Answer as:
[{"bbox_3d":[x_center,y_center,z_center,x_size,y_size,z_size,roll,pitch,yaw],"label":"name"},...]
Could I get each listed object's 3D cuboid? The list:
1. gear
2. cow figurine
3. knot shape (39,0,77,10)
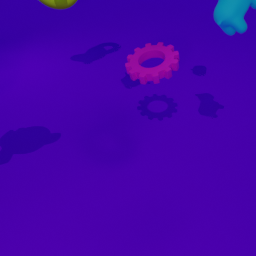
[{"bbox_3d":[0.532,-1.432,6.126,1.154,0.213,1.154,-8,50,10],"label":"gear"},{"bbox_3d":[1.664,-2.201,4.551,1.060,1.077,0.591,31,-3,-24],"label":"cow figurine"},{"bbox_3d":[-1.853,-4.262,7.178,0.949,2.053,1.921,39,8,21],"label":"knot shape"}]
